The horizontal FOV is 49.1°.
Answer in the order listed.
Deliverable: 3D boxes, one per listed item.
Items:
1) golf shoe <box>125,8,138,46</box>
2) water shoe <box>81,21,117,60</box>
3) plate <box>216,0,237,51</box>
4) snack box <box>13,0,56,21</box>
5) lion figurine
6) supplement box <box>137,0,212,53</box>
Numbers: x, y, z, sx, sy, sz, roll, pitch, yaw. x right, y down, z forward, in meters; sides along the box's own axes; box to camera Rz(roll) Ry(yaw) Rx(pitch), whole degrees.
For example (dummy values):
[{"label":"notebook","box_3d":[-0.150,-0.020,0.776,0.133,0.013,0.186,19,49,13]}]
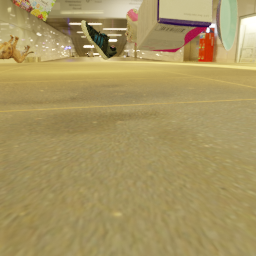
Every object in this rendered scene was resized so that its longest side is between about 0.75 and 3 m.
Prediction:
[{"label":"golf shoe","box_3d":[0.382,-4.191,12.053,1.258,1.035,2.749,-39,-10,17]},{"label":"water shoe","box_3d":[-1.134,-3.656,11.343,0.763,1.934,0.691,-24,47,17]},{"label":"plate","box_3d":[3.147,-3.512,8.987,0.257,2.011,2.011,8,18,33]},{"label":"snack box","box_3d":[-2.417,-3.359,7.348,0.275,0.738,1.038,35,12,17]},{"label":"lion figurine","box_3d":[-3.608,-2.389,8.929,0.520,0.880,1.436,23,-3,23]},{"label":"supplement box","box_3d":[1.203,-3.251,8.198,1.419,1.449,2.804,1,0,-10]}]
